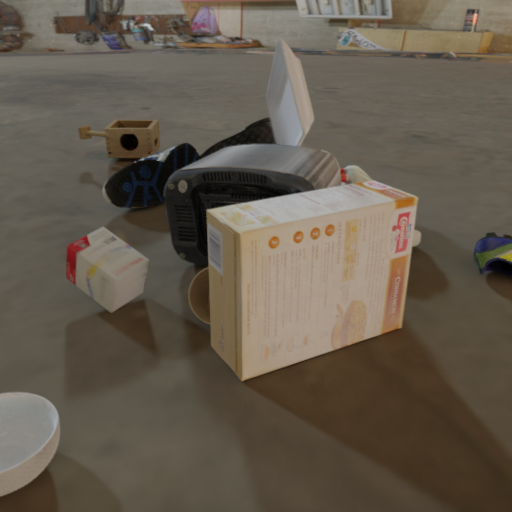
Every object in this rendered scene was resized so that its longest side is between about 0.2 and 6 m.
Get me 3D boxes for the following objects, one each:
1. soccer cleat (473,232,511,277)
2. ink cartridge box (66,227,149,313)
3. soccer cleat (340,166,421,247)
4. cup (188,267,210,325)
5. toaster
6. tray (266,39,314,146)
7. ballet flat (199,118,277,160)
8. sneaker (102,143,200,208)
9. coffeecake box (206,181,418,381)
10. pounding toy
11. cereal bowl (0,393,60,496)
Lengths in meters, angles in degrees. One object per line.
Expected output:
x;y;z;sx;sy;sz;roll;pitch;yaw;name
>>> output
4.135;0.151;8.231;1.811;0.586;0.758;9;56;9;soccer cleat
-1.989;0.184;7.498;0.884;0.639;0.642;34;41;19;ink cartridge box
2.051;-0.811;9.832;1.018;0.910;2.626;2;32;-6;soccer cleat
-0.462;0.508;7.189;0.748;0.748;0.535;1;-4;2;cup
0.160;-0.807;8.609;2.885;1.639;1.863;4;29;22;toaster
0.579;-2.517;9.770;0.319;1.546;2.880;-13;-1;-3;tray
-0.502;-2.246;12.275;2.319;0.659;0.771;-25;-3;27;ballet flat
-2.199;-1.549;11.559;0.969;0.952;2.516;-13;14;40;sneaker
0.649;0.206;6.456;2.281;1.751;0.834;-12;27;-26;coffeecake box
-3.508;-2.868;14.176;1.872;0.857;1.645;0;25;0;pounding toy
-2.231;1.684;4.837;1.068;0.445;1.068;-1;25;0;cereal bowl
